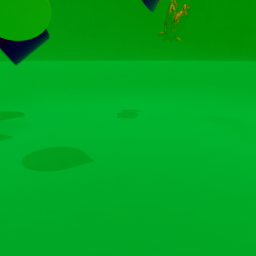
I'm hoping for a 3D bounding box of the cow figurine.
[{"bbox_3d":[1.304,-2.927,8.096,0.749,1.342,1.364,19,41,1],"label":"cow figurine"}]

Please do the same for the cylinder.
[{"bbox_3d":[-3.088,-2.634,7.780,1.291,1.291,1.291,-44,27,-9],"label":"cylinder"}]

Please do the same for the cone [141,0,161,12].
[{"bbox_3d":[0.567,-2.482,3.702,1.297,1.292,1.292,-26,5,22],"label":"cone"}]

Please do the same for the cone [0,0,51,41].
[{"bbox_3d":[-2.258,-2.674,5.501,1.307,1.307,1.312,-5,56,-19],"label":"cone"}]
